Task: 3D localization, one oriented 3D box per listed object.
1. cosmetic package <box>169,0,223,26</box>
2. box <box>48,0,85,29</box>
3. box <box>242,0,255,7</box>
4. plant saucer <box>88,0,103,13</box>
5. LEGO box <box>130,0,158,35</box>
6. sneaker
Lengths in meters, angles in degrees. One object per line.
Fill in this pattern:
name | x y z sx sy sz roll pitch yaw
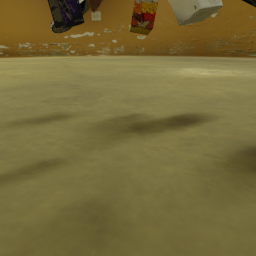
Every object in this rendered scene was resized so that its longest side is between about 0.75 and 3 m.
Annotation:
cosmetic package | 2.479 -4.613 10.282 1.368 1.138 1.145 -23 1 -34
box | -1.459 -2.797 6.555 0.426 0.816 0.604 3 25 43
box | 3.826 -3.737 7.253 1.535 0.661 1.257 18 -23 -13
plant saucer | -0.321 -2.567 4.593 0.235 1.363 1.363 26 9 -20
LEGO box | 0.551 -4.080 9.639 0.744 1.437 1.929 10 13 -3
sneaker | -2.464 -4.454 10.510 1.363 0.717 1.887 39 76 20
